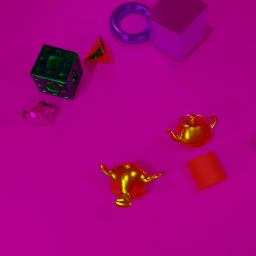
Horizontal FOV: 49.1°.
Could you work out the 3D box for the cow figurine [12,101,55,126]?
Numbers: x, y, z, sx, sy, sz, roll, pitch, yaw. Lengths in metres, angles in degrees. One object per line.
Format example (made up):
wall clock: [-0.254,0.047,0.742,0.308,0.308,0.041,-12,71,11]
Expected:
cow figurine: [-2.864,-0.482,8.441,1.020,0.569,1.036,38,58,-26]

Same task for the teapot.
teapot: [1.848,0.025,8.161,1.796,0.879,1.117,-19,30,-16]

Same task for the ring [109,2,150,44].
ring: [0.175,-3.754,9.940,1.724,0.345,1.724,0,71,0]

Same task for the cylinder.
cylinder: [2.220,1.209,7.920,0.846,0.846,0.846,-22,72,-8]

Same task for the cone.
cone: [-1.126,-2.446,9.405,0.937,0.934,0.934,-23,70,18]

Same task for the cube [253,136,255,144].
cube: [4.489,0.411,7.846,1.122,1.122,1.122,-43,108,-13]

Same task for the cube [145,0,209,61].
cube: [1.576,-3.340,9.071,1.394,1.394,1.394,40,80,22]

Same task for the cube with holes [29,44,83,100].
cube with holes: [-2.191,-1.730,8.800,1.117,1.117,1.117,15,70,5]

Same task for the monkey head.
monkey head: [-0.008,1.477,7.529,1.725,1.241,1.039,8,104,7]
